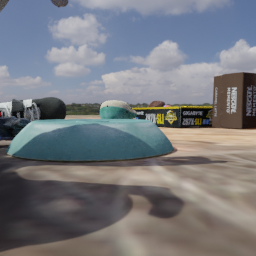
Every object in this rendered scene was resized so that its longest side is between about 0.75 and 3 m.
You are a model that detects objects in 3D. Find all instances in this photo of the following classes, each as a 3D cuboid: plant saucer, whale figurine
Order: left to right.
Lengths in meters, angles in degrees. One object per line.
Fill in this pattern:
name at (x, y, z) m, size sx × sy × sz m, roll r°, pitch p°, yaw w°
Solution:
plant saucer at (-0.383, 0.066, 3.054) m, size 1.751 × 0.315 × 1.751 m, roll 0°, pitch 3°, yaw 0°
whale figurine at (-0.219, -0.240, 7.457) m, size 1.011 × 0.660 × 1.271 m, roll -2°, pitch -22°, yaw 29°

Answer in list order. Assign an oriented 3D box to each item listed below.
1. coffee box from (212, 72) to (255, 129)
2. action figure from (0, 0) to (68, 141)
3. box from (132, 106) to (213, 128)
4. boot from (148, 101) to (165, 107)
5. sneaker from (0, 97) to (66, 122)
coffee box at (3.424, -0.682, 7.362) m, size 2.391 × 1.368 × 0.953 m, roll -3°, pitch 5°, yaw -29°
action figure at (-1.908, -0.649, 2.342) m, size 2.866 × 1.549 × 2.962 m, roll -30°, pitch -15°, yaw 23°
box at (1.514, -0.347, 8.359) m, size 1.928 × 0.596 × 2.415 m, roll -3°, pitch 4°, yaw -28°
boot at (1.787, -1.113, 15.959) m, size 2.031 × 0.700 × 2.180 m, roll -1°, pitch 20°, yaw 31°
sneaker at (-2.029, -0.183, 5.108) m, size 1.789 × 0.663 × 0.792 m, roll -9°, pitch 1°, yaw 13°
